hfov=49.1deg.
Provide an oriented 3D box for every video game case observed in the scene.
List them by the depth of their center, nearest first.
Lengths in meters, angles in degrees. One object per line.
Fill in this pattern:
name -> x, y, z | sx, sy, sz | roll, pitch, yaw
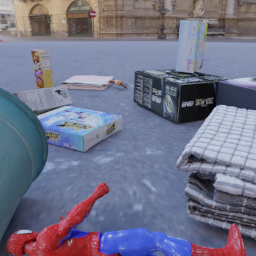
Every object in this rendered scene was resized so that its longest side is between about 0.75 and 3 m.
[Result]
video game case -> -1.355, -0.066, 6.994 | 1.866, 0.424, 1.691 | 10, 23, 26

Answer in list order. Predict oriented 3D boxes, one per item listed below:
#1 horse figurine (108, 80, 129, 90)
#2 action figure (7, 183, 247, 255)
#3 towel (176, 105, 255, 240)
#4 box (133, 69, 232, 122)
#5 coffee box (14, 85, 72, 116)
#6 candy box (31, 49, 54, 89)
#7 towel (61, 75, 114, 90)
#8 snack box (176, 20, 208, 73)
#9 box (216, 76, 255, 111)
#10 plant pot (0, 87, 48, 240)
horse figurine -> -0.362, -1.857, 11.786 | 0.639, 0.241, 0.964 | 21, 5, -36
action figure -> -0.088, 1.142, 3.240 | 2.414, 0.788, 1.195 | 1, 30, 0
towel -> 2.258, 0.698, 3.970 | 2.762, 1.182, 2.287 | 11, 25, 23
box -> 1.661, -1.145, 8.856 | 2.071, 1.089, 2.529 | -8, 22, -27
coffee box -> -2.519, -0.694, 7.950 | 1.548, 0.618, 0.875 | -18, -3, -40
candy box -> -3.527, -2.384, 11.547 | 0.452, 1.600, 0.934 | -16, 25, -35
towel -> -1.775, -2.069, 12.557 | 1.987, 0.320, 1.897 | 4, 21, 9
snack box -> 2.144, -2.702, 9.314 | 0.625, 1.557, 1.846 | 10, 21, 22
box -> 3.732, -0.575, 7.194 | 2.038, 1.266, 2.055 | -12, 23, -27
plant pot -> -2.070, 0.671, 3.206 | 1.946, 1.946, 1.906 | -2, 28, -4
